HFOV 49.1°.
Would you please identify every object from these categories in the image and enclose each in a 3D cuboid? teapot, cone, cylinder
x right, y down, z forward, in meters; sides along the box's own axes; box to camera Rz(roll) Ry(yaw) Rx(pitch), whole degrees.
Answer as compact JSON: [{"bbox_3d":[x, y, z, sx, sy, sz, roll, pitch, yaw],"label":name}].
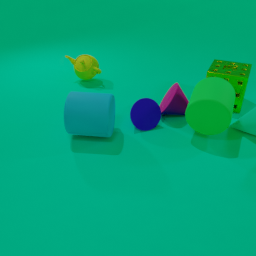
[{"bbox_3d":[-1.735,-2.470,11.054,1.640,0.803,1.019,25,81,17],"label":"teapot"},{"bbox_3d":[3.546,-0.141,8.098,1.259,1.254,1.254,-11,21,41],"label":"cone"},{"bbox_3d":[0.395,-0.446,8.719,0.976,0.976,0.979,-10,8,-15],"label":"cone"},{"bbox_3d":[2.326,-0.625,7.871,1.204,1.204,1.204,12,43,18],"label":"cylinder"},{"bbox_3d":[-1.036,-0.385,7.858,1.212,1.212,1.212,4,33,5],"label":"cylinder"},{"bbox_3d":[1.740,-0.673,8.953,1.132,1.128,1.128,29,33,-9],"label":"cone"}]

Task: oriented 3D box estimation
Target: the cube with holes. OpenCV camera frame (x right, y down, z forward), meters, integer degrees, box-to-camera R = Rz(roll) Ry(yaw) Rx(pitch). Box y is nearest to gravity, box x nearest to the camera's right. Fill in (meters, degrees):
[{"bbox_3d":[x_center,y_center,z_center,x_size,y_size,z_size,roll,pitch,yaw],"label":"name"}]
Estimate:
[{"bbox_3d":[3.355,-1.454,9.518,1.254,1.254,1.254,14,36,21],"label":"cube with holes"}]
